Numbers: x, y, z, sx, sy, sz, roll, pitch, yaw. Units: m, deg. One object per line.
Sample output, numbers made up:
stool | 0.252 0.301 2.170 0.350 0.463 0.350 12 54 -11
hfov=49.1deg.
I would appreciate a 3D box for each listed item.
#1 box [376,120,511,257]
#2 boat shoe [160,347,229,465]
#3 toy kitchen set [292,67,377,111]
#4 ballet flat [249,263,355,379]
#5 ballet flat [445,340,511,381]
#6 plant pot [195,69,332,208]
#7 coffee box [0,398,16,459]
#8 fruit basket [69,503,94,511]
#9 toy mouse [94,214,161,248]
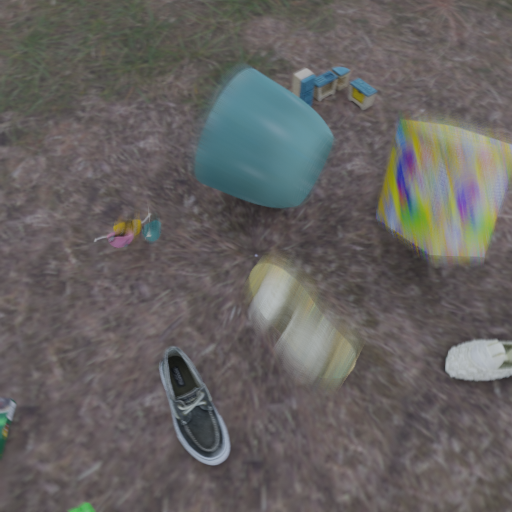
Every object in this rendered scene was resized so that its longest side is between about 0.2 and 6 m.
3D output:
box | 3.099 -1.161 9.374 1.112 1.823 1.756 1 22 -21
boat shoe | -1.031 2.248 8.517 0.691 0.680 1.916 -26 59 -17
toy kitchen set | 1.753 -3.695 12.531 1.497 0.882 1.199 -32 61 -20
ballet flat | 0.541 0.942 8.461 0.811 0.811 2.294 -33 63 -21
ballet flat | 4.046 1.581 9.017 1.967 0.706 0.706 -3 55 -1
plant pot | 0.263 -1.902 10.069 1.808 2.253 2.253 29 60 10
coffee box | -4.094 2.651 8.522 0.598 0.214 0.973 2 55 2
fruit basket | -2.135 3.957 6.997 0.939 1.302 1.302 -23 58 -15
toy mouse | -2.157 -0.367 10.067 1.354 0.262 1.203 -23 26 -35
